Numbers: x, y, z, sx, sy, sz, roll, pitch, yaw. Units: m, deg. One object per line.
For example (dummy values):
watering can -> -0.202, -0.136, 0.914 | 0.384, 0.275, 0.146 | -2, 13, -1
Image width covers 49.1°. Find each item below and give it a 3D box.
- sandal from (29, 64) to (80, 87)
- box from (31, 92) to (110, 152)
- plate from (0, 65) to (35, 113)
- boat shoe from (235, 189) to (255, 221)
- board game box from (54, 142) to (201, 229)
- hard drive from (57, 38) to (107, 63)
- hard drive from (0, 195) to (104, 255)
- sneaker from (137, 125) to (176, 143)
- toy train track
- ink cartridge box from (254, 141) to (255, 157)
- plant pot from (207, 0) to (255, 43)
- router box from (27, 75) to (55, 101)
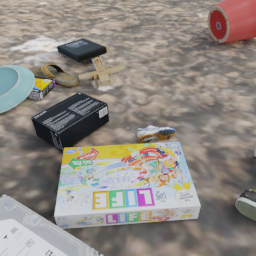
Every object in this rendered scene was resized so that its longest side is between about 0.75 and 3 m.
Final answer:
sandal -> -2.644, -1.948, 9.904 | 2.069, 0.559, 0.831 | 15, 41, 18
box -> -1.532, -0.235, 7.670 | 1.207, 0.674, 1.710 | 27, 47, 33
plate -> -4.274, -1.349, 8.999 | 2.490, 0.318, 2.490 | -4, 50, 5
boat shoe -> 2.941, 1.703, 5.409 | 1.601, 0.571, 0.482 | 28, 50, 33
board game box -> -0.061, 1.156, 6.143 | 2.797, 0.479, 1.881 | -3, 39, -4
hard drive -> -1.899, -3.183, 11.357 | 1.331, 0.314, 1.908 | -26, 37, -24
hard drive -> -1.890, 2.327, 4.735 | 2.513, 0.475, 1.755 | 21, 43, 25
sneaker -> 0.749, 0.082, 7.545 | 1.054, 0.397, 0.464 | -7, 40, -9
toy train track -> -1.010, -2.090, 10.243 | 1.610, 0.457, 2.807 | -14, 35, -6
ink cartridge box -> 3.950, 0.394, 6.730 | 1.433, 0.615, 1.050 | -34, 49, -13
plant pot -> 4.806, -4.840, 12.396 | 1.999, 2.259, 2.259 | -22, 43, -10
router box -> -3.262, -1.403, 9.411 | 1.300, 0.332, 0.970 | 12, 41, 14
